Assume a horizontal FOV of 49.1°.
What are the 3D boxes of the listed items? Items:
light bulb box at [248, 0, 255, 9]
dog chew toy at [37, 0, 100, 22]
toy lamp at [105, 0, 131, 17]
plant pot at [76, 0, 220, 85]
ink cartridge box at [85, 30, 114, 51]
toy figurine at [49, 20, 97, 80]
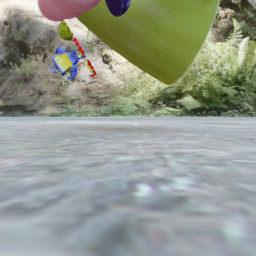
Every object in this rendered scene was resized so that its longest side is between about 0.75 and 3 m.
[{"bbox_3d":[3.950,-4.190,8.274,0.975,0.967,0.609,38,22,-14],"label":"light bulb box"},{"bbox_3d":[-1.016,-2.249,4.569,0.960,0.960,1.542,-2,-4,-37],"label":"dog chew toy"},{"bbox_3d":[0.886,-2.831,5.260,2.755,0.802,0.802,-24,12,-21],"label":"toy lamp"},{"bbox_3d":[0.218,-2.842,6.857,2.909,2.722,2.722,20,-1,-11],"label":"plant pot"},{"bbox_3d":[-0.612,-2.780,8.457,0.959,0.554,1.318,10,3,-26],"label":"ink cartridge box"},{"bbox_3d":[-2.291,-2.570,9.939,1.398,2.334,1.231,-32,4,-3],"label":"toy figurine"}]
